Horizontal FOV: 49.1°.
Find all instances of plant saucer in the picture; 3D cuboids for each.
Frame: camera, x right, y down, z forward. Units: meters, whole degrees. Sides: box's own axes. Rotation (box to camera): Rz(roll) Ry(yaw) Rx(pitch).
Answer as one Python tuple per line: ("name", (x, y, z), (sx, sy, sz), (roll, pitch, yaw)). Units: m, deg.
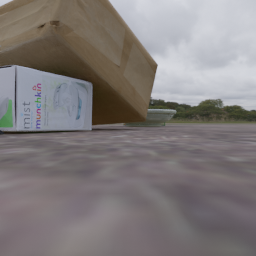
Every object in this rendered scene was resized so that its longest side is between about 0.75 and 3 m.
("plant saucer", (0.528, -0.331, 9.735), (2.271, 0.570, 2.271), (1, 1, 0))

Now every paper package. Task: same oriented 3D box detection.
("paper package", (-1.160, -1.274, 5.622), (2.656, 1.441, 2.786), (-3, -27, 35))

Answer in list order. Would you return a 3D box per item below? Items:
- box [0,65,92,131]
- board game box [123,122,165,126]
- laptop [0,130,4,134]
("box", (-1.715, -0.378, 4.361), (1.768, 0.855, 1.560), (1, 1, 28))
("board game box", (0.693, -0.164, 11.600), (1.626, 0.191, 0.852), (-1, -1, -41))
("laptop", (-2.554, 0.048, 2.781), (1.674, 0.970, 1.568), (-29, -9, 17))
